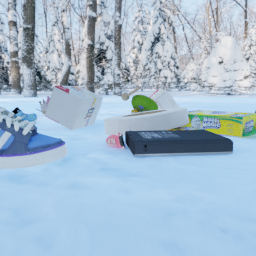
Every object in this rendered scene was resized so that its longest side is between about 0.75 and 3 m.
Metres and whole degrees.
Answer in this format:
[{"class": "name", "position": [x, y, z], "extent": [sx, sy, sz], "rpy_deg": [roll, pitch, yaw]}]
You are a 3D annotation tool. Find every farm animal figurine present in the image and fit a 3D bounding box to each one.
[{"class": "farm animal figurine", "position": [-3.709, -1.165, 15.338], "extent": [1.897, 1.181, 2.350], "rpy_deg": [-11, 6, 43]}]

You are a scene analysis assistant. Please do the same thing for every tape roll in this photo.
[{"class": "tape roll", "position": [0.571, -0.236, 9.107], "extent": [2.779, 0.508, 2.779], "rpy_deg": [-8, 5, 1]}]

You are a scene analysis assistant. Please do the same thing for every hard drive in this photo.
[{"class": "hard drive", "position": [1.153, 0.329, 6.905], "extent": [2.278, 0.375, 1.590], "rpy_deg": [-1, 8, -8]}]

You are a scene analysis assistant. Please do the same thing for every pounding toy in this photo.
[{"class": "pounding toy", "position": [0.526, -0.948, 13.118], "extent": [1.781, 0.827, 1.375], "rpy_deg": [42, -30, -27]}]

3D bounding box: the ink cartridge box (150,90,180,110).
[{"class": "ink cartridge box", "position": [1.858, -1.258, 14.497], "extent": [0.735, 1.280, 1.763], "rpy_deg": [-38, 12, -2]}]

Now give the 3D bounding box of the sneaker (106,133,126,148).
[{"class": "sneaker", "position": [-0.338, 0.361, 7.128], "extent": [0.441, 0.374, 1.016], "rpy_deg": [-13, 5, -9]}]

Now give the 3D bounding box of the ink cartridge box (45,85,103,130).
[{"class": "ink cartridge box", "position": [-2.001, -0.818, 10.701], "extent": [1.271, 1.265, 1.749], "rpy_deg": [26, 14, 14]}]

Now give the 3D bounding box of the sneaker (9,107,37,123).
[{"class": "sneaker", "position": [-4.408, -0.510, 11.605], "extent": [0.633, 0.727, 1.615], "rpy_deg": [4, 9, 26]}]

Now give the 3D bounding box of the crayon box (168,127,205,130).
[{"class": "crayon box", "position": [1.595, 0.159, 8.364], "extent": [1.208, 0.312, 0.760], "rpy_deg": [-3, 8, -16]}]

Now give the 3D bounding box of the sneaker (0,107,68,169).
[{"class": "sneaker", "position": [-2.606, -0.293, 5.518], "extent": [2.720, 1.991, 1.096], "rpy_deg": [-1, 8, -6]}]

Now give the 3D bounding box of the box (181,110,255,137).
[{"class": "box", "position": [3.244, -0.199, 9.636], "extent": [2.900, 0.702, 1.702], "rpy_deg": [10, 13, 44]}]
